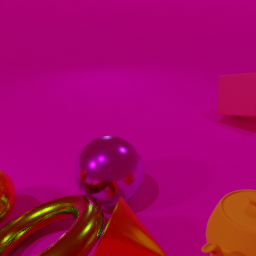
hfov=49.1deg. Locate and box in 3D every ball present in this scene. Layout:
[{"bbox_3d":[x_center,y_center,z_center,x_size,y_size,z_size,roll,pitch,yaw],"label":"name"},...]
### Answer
[{"bbox_3d":[-2.326,1.109,4.403,1.064,1.064,1.064,0,27,0],"label":"ball"},{"bbox_3d":[-0.325,0.745,4.941,1.247,1.247,1.247,0,27,0],"label":"ball"}]

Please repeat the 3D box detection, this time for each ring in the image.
[{"bbox_3d":[-1.184,1.499,3.737,1.851,0.370,1.851,-21,13,5],"label":"ring"}]

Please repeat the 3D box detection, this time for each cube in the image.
[{"bbox_3d":[3.259,-0.891,7.720,1.103,1.103,1.103,-3,6,-40],"label":"cube"}]

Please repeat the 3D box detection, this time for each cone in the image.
[{"bbox_3d":[0.140,1.630,3.880,1.030,1.027,1.027,25,31,4],"label":"cone"}]

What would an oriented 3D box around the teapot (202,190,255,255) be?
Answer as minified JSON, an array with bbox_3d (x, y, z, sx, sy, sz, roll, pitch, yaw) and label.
[{"bbox_3d":[1.629,1.329,3.679,1.998,0.978,1.242,-19,25,-33],"label":"teapot"}]
